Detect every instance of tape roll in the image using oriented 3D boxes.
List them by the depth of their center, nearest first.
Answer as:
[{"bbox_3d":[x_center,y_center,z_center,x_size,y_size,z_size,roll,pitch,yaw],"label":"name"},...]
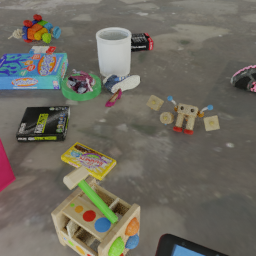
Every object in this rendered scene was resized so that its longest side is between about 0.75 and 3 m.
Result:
[{"bbox_3d":[-1.690,-1.515,10.197,1.422,0.342,1.422,0,40,0],"label":"tape roll"}]

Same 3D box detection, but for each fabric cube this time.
[{"bbox_3d":[-4.099,0.704,6.229,1.956,1.987,1.994,21,44,25],"label":"fabric cube"}]

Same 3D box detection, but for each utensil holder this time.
[{"bbox_3d":[-0.542,-2.924,10.939,1.329,1.564,1.329,1,40,0],"label":"utensil holder"}]

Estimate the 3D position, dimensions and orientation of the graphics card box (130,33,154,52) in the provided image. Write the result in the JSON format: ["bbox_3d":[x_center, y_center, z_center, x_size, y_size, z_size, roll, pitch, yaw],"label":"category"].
[{"bbox_3d":[0.187,-3.994,13.101,1.789,0.455,1.122,-7,41,-11],"label":"graphics card box"}]

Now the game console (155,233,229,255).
[{"bbox_3d":[1.131,2.884,4.242,1.931,1.146,1.664,15,42,18],"label":"game console"}]

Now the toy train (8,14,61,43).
[{"bbox_3d":[-4.329,-4.410,13.309,1.410,1.031,2.436,21,42,4],"label":"toy train"}]

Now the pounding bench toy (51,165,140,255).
[{"bbox_3d":[-0.518,1.673,5.216,1.379,1.768,1.098,25,45,27],"label":"pounding bench toy"}]

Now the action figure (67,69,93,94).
[{"bbox_3d":[-1.528,-1.693,9.785,0.969,0.871,1.301,-12,18,24],"label":"action figure"}]

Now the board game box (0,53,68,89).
[{"bbox_3d":[-3.775,-2.239,10.876,2.576,0.579,1.959,-1,40,-1],"label":"board game box"}]

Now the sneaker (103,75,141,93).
[{"bbox_3d":[-0.287,-1.805,10.394,1.293,0.521,0.947,-28,51,-22],"label":"sneaker"}]

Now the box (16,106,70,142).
[{"bbox_3d":[-2.536,-0.148,8.543,1.378,0.339,1.427,1,39,-3],"label":"box"}]

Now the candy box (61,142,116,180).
[{"bbox_3d":[-1.054,0.855,7.456,1.347,0.178,0.689,22,47,24],"label":"candy box"}]

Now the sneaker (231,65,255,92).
[{"bbox_3d":[4.883,-1.507,9.878,2.365,0.934,1.128,3,51,6],"label":"sneaker"}]

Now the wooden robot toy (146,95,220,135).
[{"bbox_3d":[1.733,-0.380,8.686,2.264,0.997,1.027,16,7,19],"label":"wooden robot toy"}]

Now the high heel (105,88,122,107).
[{"bbox_3d":[-0.510,-1.046,9.578,0.281,0.401,0.835,22,44,24],"label":"high heel"}]

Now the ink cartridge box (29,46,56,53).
[{"bbox_3d":[-3.728,-3.332,12.378,1.050,0.353,0.610,2,40,3],"label":"ink cartridge box"}]
